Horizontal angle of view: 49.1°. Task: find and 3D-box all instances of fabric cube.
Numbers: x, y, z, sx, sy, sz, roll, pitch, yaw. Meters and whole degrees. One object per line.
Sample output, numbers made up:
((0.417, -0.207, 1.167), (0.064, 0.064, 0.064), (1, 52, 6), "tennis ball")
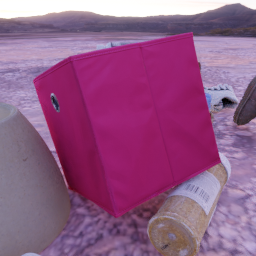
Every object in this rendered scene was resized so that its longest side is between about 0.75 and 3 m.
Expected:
((-0.107, -0.162, 5.361), (2.407, 2.400, 2.362), (-20, 11, -29), "fabric cube")

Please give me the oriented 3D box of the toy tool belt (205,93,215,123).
((2.065, -0.712, 8.893), (1.507, 1.483, 2.414), (15, 27, 32), "toy tool belt")

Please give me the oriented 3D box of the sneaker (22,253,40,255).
((-0.747, 2.208, 2.403), (2.796, 1.047, 1.393), (9, 12, 42), "sneaker")

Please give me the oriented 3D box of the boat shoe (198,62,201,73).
((3.050, -3.585, 16.615), (2.574, 0.869, 0.927), (6, 23, 15), "boat shoe")

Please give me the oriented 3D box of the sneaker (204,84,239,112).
((2.928, -1.040, 10.549), (2.529, 0.950, 1.025), (-9, 43, -7), "sneaker")

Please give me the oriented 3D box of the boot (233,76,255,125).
((4.342, -0.189, 8.057), (0.866, 2.170, 2.387), (-38, 61, -19), "boot")

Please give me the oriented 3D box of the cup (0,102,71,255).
((-2.492, 0.717, 4.778), (2.826, 2.021, 2.826), (0, 23, 0), "cup")

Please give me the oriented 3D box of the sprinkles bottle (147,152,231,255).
((1.212, 1.228, 5.077), (0.835, 0.835, 2.446), (12, 25, 27), "sprinkles bottle")

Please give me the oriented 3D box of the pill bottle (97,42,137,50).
((-0.581, -4.789, 18.488), (2.938, 1.672, 1.672), (-3, 23, -8), "pill bottle")
